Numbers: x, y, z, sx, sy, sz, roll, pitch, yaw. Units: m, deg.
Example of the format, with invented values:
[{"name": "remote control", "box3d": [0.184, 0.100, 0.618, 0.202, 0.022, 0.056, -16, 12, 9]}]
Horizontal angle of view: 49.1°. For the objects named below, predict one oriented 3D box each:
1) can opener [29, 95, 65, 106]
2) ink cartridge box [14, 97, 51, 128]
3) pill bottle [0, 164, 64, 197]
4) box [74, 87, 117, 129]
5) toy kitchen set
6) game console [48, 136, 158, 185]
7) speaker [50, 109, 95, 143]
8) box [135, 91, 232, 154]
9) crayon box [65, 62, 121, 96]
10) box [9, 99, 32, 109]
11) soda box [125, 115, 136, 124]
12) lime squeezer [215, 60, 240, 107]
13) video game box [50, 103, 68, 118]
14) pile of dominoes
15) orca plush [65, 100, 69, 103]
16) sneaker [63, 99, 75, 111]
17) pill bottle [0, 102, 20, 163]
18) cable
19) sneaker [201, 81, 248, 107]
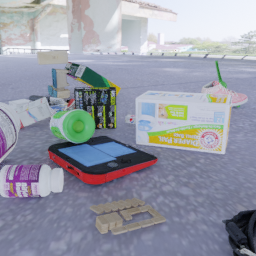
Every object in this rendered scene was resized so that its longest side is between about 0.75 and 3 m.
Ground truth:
[{"name": "can opener", "box3d": [-3.634, -1.094, 12.411, 2.181, 0.574, 0.725, 12, 25, 33]}, {"name": "ink cartridge box", "box3d": [-3.554, -0.554, 10.283, 1.361, 0.564, 0.992, -22, 23, -8]}, {"name": "pill bottle", "box3d": [-1.994, 1.104, 5.874, 1.200, 0.674, 0.674, -1, 19, -2]}, {"name": "box", "box3d": [-1.116, -0.680, 9.793, 1.441, 1.492, 0.354, -3, 25, -7]}, {"name": "toy kitchen set", "box3d": [-3.993, -2.792, 14.531, 1.419, 2.408, 1.929, -8, 20, -25]}, {"name": "game console", "box3d": [-0.740, 0.703, 7.414, 2.112, 0.371, 2.388, -15, 23, -38]}, {"name": "speaker", "box3d": [-1.627, -0.070, 7.912, 0.932, 0.932, 2.107, -9, 6, -25]}, {"name": "box", "box3d": [1.685, -0.253, 8.498, 2.658, 1.495, 1.347, 5, 19, 21]}, {"name": "crayon box", "box3d": [-1.934, -2.525, 14.720, 2.234, 0.755, 2.590, 27, 1, -36]}, {"name": "box", "box3d": [-4.556, -0.901, 11.968, 0.755, 0.496, 0.759, 18, 26, 42]}, {"name": "soda box", "box3d": [0.319, -0.301, 10.581, 0.841, 0.268, 0.286, 10, 22, 29]}, {"name": "lime squeezer", "box3d": [4.746, -1.967, 13.859, 0.539, 1.009, 2.858, -21, 60, 13]}, {"name": "video game box", "box3d": [-2.436, -0.629, 11.243, 1.385, 0.324, 1.262, -15, 35, -37]}, {"name": "pile of dominoes", "box3d": [-0.033, 1.657, 5.212, 1.181, 0.188, 0.921, -2, 17, -31]}, {"name": "orca plush", "box3d": [-2.163, -1.087, 12.303, 0.930, 0.629, 1.768, -17, 25, -41]}, {"name": "sneaker", "box3d": [-1.964, -0.486, 10.211, 0.732, 0.693, 1.781, 15, 37, 0]}, {"name": "pill bottle", "box3d": [-3.691, 0.277, 6.809, 1.631, 1.631, 2.905, -1, 18, -2]}, {"name": "cable", "box3d": [2.612, 1.761, 4.185, 2.102, 0.534, 1.715, -1, 19, -6]}, {"name": "sneaker", "box3d": [4.358, -1.596, 12.719, 2.159, 1.129, 0.813, -4, 25, 5]}]
